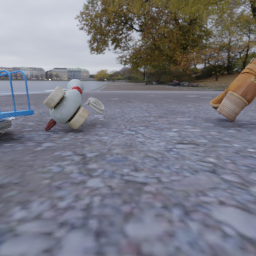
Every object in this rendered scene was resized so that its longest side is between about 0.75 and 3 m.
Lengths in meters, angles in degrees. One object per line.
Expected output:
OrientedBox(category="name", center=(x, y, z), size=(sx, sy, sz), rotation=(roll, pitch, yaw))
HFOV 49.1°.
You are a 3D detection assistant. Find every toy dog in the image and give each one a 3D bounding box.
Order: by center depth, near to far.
OrientedBox(category="toy dog", center=(-1.782, -0.607, 8.024), size=(1.166, 1.597, 2.421), rotation=(-41, -1, 14))

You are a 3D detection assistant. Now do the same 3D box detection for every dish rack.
OrientedBox(category="dish rack", center=(-3.804, -0.016, 6.638), size=(1.832, 0.399, 1.572), rotation=(2, 10, 1))

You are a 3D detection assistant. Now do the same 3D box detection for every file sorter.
OrientedBox(category="file sorter", center=(-3.097, -0.658, 5.866), size=(1.176, 1.040, 1.694), rotation=(-3, 8, 30))

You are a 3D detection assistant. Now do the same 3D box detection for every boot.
OrientedBox(category="boot", center=(3.563, -1.292, 8.819), size=(1.019, 2.063, 2.658), rotation=(38, 14, 12))
